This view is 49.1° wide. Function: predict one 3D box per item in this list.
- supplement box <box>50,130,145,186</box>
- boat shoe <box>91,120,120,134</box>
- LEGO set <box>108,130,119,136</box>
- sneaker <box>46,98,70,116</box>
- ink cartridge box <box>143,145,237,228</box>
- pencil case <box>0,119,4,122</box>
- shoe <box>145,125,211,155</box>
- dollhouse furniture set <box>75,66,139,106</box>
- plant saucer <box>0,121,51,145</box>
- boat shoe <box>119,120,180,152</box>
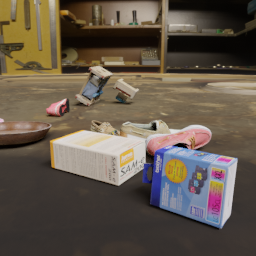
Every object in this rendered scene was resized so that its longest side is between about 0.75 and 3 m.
[{"bbox_3d":[-0.756,0.677,7.112,2.081,0.765,1.312,9,17,31],"label":"supplement box"},{"bbox_3d":[-0.861,0.033,10.246,1.474,0.475,0.525,12,19,40],"label":"boat shoe"},{"bbox_3d":[-0.556,0.396,9.254,0.577,0.435,0.750,-27,4,16],"label":"LEGO set"},{"bbox_3d":[-3.519,-1.080,14.142,0.851,0.723,1.962,0,15,5],"label":"sneaker"},{"bbox_3d":[1.061,0.986,5.185,1.633,1.114,0.624,10,12,35],"label":"ink cartridge box"},{"bbox_3d":[-5.156,-0.158,11.267,0.360,0.360,0.824,-6,16,-22],"label":"pencil case"},{"bbox_3d":[1.633,0.497,7.993,2.186,0.781,0.994,-8,20,-19],"label":"shoe"},{"bbox_3d":[-1.215,-2.063,16.738,2.902,2.045,2.033,31,18,2],"label":"dollhouse furniture set"},{"bbox_3d":[-3.976,0.153,9.537,2.651,0.456,2.651,1,9,0],"label":"plant saucer"},{"bbox_3d":[0.958,0.204,8.789,2.505,0.857,0.936,-5,15,-18],"label":"boat shoe"}]
